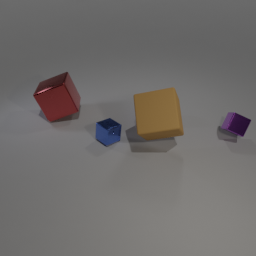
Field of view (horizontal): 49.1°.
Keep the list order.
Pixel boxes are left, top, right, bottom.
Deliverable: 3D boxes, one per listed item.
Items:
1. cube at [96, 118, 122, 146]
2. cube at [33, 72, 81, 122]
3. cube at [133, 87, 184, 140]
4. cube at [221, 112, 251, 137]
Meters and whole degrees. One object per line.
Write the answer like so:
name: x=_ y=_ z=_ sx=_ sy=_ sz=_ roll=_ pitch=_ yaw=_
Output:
cube: x=-0.746 y=0.135 z=10.653 sx=0.700 sy=0.700 sz=0.700 roll=-21 pitch=39 yaw=-39
cube: x=-2.993 y=-1.349 z=12.067 sx=1.400 sy=1.400 sz=1.400 roll=-19 pitch=31 yaw=7
cube: x=1.087 y=-0.430 z=9.691 sx=1.400 sy=1.400 sz=1.400 roll=-9 pitch=-13 yaw=15
cube: x=4.071 y=-0.143 z=10.594 sx=0.700 sy=0.700 sz=0.700 roll=25 pitch=4 yaw=-1
